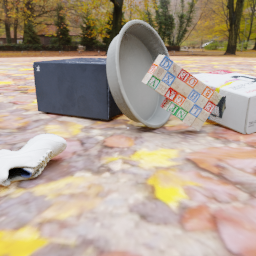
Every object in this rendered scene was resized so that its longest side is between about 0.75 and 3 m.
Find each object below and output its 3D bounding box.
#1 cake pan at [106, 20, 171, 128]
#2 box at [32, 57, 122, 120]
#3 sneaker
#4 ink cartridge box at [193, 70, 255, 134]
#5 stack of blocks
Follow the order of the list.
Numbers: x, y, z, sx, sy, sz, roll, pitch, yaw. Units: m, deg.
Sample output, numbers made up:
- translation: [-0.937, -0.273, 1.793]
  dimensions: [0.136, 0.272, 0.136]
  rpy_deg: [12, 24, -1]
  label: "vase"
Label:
- translation: [0.407, -1.413, 7.684]
  dimensions: [0.534, 2.911, 2.911]
  rpy_deg: [-8, 10, 36]
  label: "cake pan"
- translation: [-1.194, -1.504, 9.579]
  dimensions: [2.774, 1.720, 2.727]
  rpy_deg: [8, 17, 25]
  label: "box"
- translation: [-1.713, 0.600, 4.996]
  dimensions: [0.703, 0.601, 1.614]
  rpy_deg: [27, 35, 32]
  label: "sneaker"
- translation: [3.071, -0.901, 8.254]
  dimensions: [1.850, 1.051, 2.538]
  rpy_deg: [-15, 26, -27]
  label: "ink cartridge box"
- translation: [1.263, -0.857, 6.956]
  dimensions: [1.830, 1.054, 0.536]
  rpy_deg: [31, 9, -17]
  label: "stack of blocks"
